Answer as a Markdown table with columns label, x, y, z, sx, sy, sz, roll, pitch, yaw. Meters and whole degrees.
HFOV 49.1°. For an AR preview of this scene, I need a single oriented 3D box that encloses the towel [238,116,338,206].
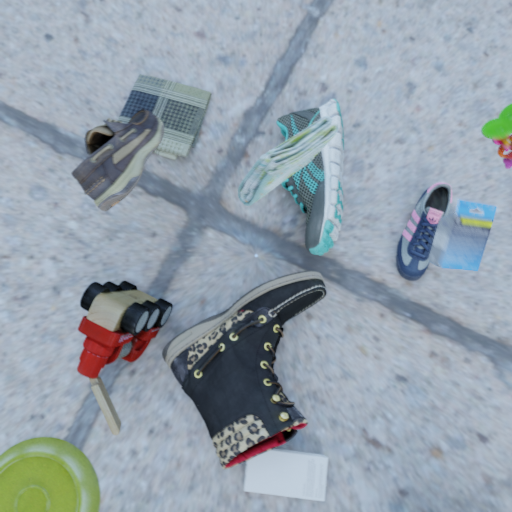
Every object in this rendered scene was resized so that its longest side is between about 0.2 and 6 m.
| label | x | y | z | sx | sy | sz | roll | pitch | yaw |
| --- | --- | --- | --- | --- | --- | --- | --- | --- | --- |
| towel | 0.371 | -1.146 | 6.929 | 1.105 | 1.291 | 0.311 | -34 | 89 | -21 |

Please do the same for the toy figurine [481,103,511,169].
| label | x | y | z | sx | sy | sz | roll | pitch | yaw |
| --- | --- | --- | --- | --- | --- | --- | --- | --- | --- |
| toy figurine | 3.183 | -1.323 | 6.715 | 0.876 | 0.807 | 0.658 | -24 | 41 | 6 |

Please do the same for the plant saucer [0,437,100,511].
| label | x | y | z | sx | sy | sz | roll | pitch | yaw |
| --- | --- | --- | --- | --- | --- | --- | --- | --- | --- |
| plant saucer | -3.099 | 3.464 | 7.841 | 1.764 | 0.274 | 1.764 | 0 | 74 | 1 |

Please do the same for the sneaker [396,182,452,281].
| label | x | y | z | sx | sy | sz | roll | pitch | yaw |
| --- | --- | --- | --- | --- | --- | --- | --- | --- | --- |
| sneaker | 2.623 | -0.421 | 8.732 | 0.574 | 0.671 | 1.636 | 19 | 75 | 5 |

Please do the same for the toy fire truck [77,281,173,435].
| label | x | y | z | sx | sy | sz | roll | pitch | yaw |
| --- | --- | --- | --- | --- | --- | --- | --- | --- | --- |
| toy fire truck | -1.927 | 1.378 | 7.852 | 1.134 | 1.551 | 1.762 | 25 | 92 | 8 |

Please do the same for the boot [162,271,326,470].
| label | x | y | z | sx | sy | sz | roll | pitch | yaw |
| --- | --- | --- | --- | --- | --- | --- | --- | --- | --- |
| boot | 0.153 | 1.524 | 7.803 | 2.601 | 0.952 | 1.958 | -28 | 60 | -4 |

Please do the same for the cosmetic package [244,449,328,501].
| label | x | y | z | sx | sy | sz | roll | pitch | yaw |
| --- | --- | --- | --- | --- | --- | --- | --- | --- | --- |
| cosmetic package | 0.408 | 3.035 | 7.850 | 1.123 | 0.477 | 0.604 | 8 | 74 | 3 |

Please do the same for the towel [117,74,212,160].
| label | x | y | z | sx | sy | sz | roll | pitch | yaw |
| --- | --- | --- | --- | --- | --- | --- | --- | --- | --- |
| towel | -1.586 | -2.369 | 9.556 | 1.413 | 0.244 | 1.360 | 17 | 72 | 7 |

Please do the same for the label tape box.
| label | x | y | z | sx | sy | sz | roll | pitch | yaw |
| --- | --- | --- | --- | --- | --- | --- | --- | --- | --- |
| label tape box | 2.567 | -0.265 | 6.979 | 0.607 | 0.280 | 0.847 | 6 | 104 | -21 |

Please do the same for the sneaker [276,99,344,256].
| label | x | y | z | sx | sy | sz | roll | pitch | yaw |
| --- | --- | --- | --- | --- | --- | --- | --- | --- | --- |
| sneaker | 0.792 | -1.232 | 8.948 | 1.186 | 1.008 | 2.599 | -2 | 69 | 14 |

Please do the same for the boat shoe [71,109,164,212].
| label | x | y | z | sx | sy | sz | roll | pitch | yaw |
| --- | --- | --- | --- | --- | --- | --- | --- | --- | --- |
| boat shoe | -1.835 | -1.500 | 7.514 | 0.794 | 0.781 | 2.132 | -32 | 29 | 26 |
